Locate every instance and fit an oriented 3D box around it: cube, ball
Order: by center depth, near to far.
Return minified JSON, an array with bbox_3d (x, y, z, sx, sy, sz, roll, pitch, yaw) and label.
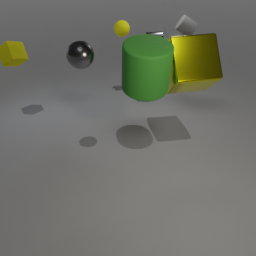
[{"bbox_3d":[-1.202,-1.841,7.072,0.700,0.700,0.700,0,29,0],"label":"ball"},{"bbox_3d":[1.922,-1.950,8.718,1.400,1.400,1.400,-6,-6,-5],"label":"cube"},{"bbox_3d":[-4.291,-2.750,10.424,0.700,0.700,0.700,-19,1,33],"label":"cube"},{"bbox_3d":[-0.277,-4.429,12.475,0.700,0.700,0.700,0,29,0],"label":"ball"}]

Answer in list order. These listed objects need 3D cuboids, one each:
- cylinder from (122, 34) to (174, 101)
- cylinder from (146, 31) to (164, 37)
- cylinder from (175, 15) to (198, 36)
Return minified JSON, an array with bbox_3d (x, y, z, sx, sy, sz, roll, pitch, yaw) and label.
[{"bbox_3d":[0.526,-1.713,7.949,1.400,1.400,1.400,1,43,-1],"label":"cylinder"},{"bbox_3d":[1.083,-3.519,11.328,0.700,0.700,0.700,-2,29,3],"label":"cylinder"},{"bbox_3d":[2.536,-4.416,12.161,0.700,0.700,0.700,29,26,-13],"label":"cylinder"}]
